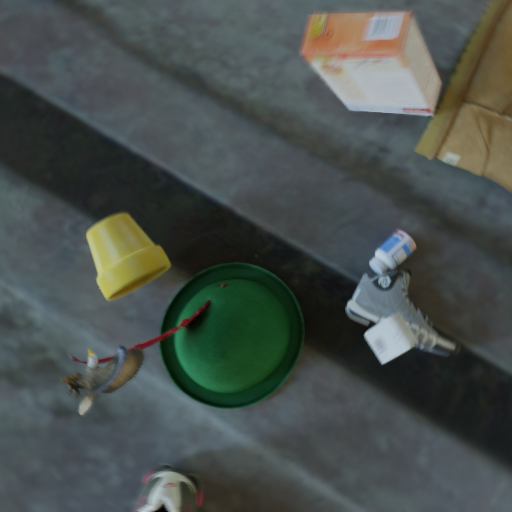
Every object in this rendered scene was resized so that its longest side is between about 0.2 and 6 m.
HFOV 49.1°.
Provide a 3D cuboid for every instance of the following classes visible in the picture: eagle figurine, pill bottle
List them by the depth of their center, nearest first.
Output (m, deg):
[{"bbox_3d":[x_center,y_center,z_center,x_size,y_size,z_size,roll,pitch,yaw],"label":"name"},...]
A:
[{"bbox_3d":[-1.875,1.454,6.869,0.924,0.697,0.701,-12,34,3],"label":"eagle figurine"},{"bbox_3d":[2.323,-0.030,9.619,0.768,0.431,0.431,-41,81,-8],"label":"pill bottle"}]

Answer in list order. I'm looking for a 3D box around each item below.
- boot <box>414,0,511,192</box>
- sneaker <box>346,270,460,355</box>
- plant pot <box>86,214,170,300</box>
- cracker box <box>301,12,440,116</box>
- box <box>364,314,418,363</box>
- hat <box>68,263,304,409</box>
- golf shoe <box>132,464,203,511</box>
[{"bbox_3d":[5.192,-2.388,9.752,3.920,1.296,3.433,25,92,6],"label":"boot"},{"bbox_3d":[2.571,0.824,9.299,1.950,0.732,1.126,22,77,6],"label":"sneaker"},{"bbox_3d":[-2.156,-0.028,9.074,1.172,1.172,1.102,-31,86,-6],"label":"plant pot"},{"bbox_3d":[1.872,-2.940,8.776,1.516,2.263,0.653,12,87,29],"label":"cracker box"},{"bbox_3d":[2.041,1.248,8.477,0.538,0.352,0.535,-41,73,33],"label":"box"},{"bbox_3d":[-0.538,1.203,8.282,2.365,2.513,2.855,40,81,8],"label":"hat"},{"bbox_3d":[-1.655,4.768,8.105,1.256,1.433,3.253,10,79,1],"label":"golf shoe"}]
